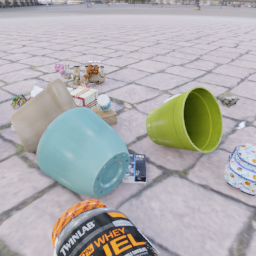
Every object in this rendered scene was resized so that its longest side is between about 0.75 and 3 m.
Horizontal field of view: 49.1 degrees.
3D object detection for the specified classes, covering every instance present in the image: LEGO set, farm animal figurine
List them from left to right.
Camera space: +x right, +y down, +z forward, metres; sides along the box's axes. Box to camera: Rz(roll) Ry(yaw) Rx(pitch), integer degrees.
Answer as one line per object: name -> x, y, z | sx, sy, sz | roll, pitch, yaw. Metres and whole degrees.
LEGO set -> -5.143, -1.178, 13.345 | 0.703, 0.529, 0.914 | -35, 30, -1
farm animal figurine -> -2.694, -2.896, 15.794 | 2.546, 1.280, 2.056 | 4, 9, 14

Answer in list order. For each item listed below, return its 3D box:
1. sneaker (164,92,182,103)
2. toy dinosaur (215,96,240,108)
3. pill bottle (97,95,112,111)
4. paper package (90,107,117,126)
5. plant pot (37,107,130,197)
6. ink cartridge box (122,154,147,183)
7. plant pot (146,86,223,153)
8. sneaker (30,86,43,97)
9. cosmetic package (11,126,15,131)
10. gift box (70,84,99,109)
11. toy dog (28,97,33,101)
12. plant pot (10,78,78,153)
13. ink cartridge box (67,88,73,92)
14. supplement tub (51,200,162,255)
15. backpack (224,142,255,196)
sneaker -> 2.243, -1.149, 13.044 | 0.800, 0.807, 2.226 | -20, 6, 27
toy dinosaur -> 4.742, -1.280, 13.529 | 1.266, 0.487, 0.647 | 7, 17, 24
pill bottle -> -0.932, -0.978, 11.327 | 0.489, 0.489, 0.883 | 3, -15, 6
paper package -> -1.073, -0.476, 11.827 | 0.961, 0.522, 1.008 | -16, 33, -28
plant pot -> -1.050, 0.819, 7.803 | 1.806, 2.251, 2.251 | 33, 41, 29
ink cartridge box -> 0.204, 1.189, 8.967 | 0.751, 0.296, 1.510 | 0, 27, 0
plant pot -> 1.757, -0.168, 9.550 | 2.108, 2.108, 2.030 | -25, 10, -39
sneaker -> -4.292, -1.576, 13.764 | 0.871, 0.683, 1.753 | 5, 31, -12
cosmetic package -> -4.230, -0.054, 11.352 | 0.881, 0.223, 0.364 | 1, 29, 2
gift box -> -2.045, -1.281, 12.695 | 1.225, 1.130, 1.144 | 21, 36, 23
toy dog -> -3.948, -0.934, 12.502 | 1.263, 0.909, 1.303 | -39, 41, -20
plant pot -> -2.834, -0.238, 9.834 | 2.101, 2.421, 2.421 | -27, 35, -15
ink cartridge box -> -3.466, -1.473, 13.576 | 1.062, 0.616, 1.472 | 10, 30, 18
supplement tub -> -0.226, 2.575, 4.891 | 1.674, 1.674, 2.733 | -18, 32, -30
backpack -> 3.549, 1.200, 8.172 | 1.480, 1.140, 1.410 | 20, 44, 27
